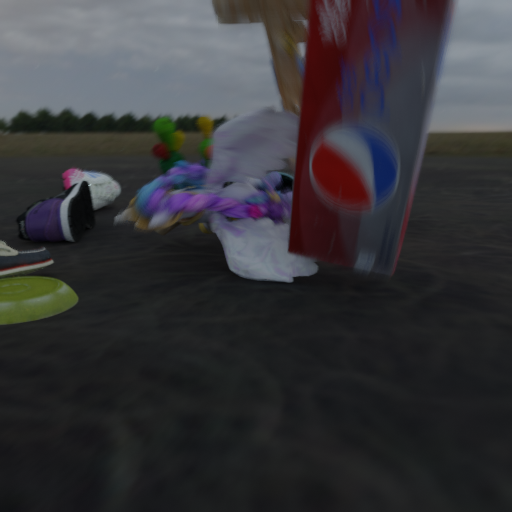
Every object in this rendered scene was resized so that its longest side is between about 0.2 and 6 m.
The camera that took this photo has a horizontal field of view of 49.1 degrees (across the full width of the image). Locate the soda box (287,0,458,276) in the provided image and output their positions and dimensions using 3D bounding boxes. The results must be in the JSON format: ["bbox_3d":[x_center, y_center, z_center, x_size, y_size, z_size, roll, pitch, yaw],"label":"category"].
[{"bbox_3d":[1.194,-1.719,5.824,1.322,3.776,1.197,14,35,15],"label":"soda box"}]

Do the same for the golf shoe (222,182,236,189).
[{"bbox_3d":[-0.282,-1.636,14.213,0.979,0.858,2.224,1,11,-32],"label":"golf shoe"}]

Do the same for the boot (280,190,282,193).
[{"bbox_3d":[1.500,-1.147,11.686,2.697,0.934,2.348,7,13,19],"label":"boot"}]

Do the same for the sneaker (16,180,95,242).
[{"bbox_3d":[-3.731,-0.843,10.446,1.103,0.954,2.520,-6,13,-4],"label":"sneaker"}]

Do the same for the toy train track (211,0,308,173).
[{"bbox_3d":[0.287,-2.361,7.045,1.949,3.398,0.553,13,48,34],"label":"toy train track"}]

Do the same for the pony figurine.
[{"bbox_3d":[-0.307,-0.716,7.747,2.520,2.174,2.611,-6,3,18],"label":"pony figurine"}]

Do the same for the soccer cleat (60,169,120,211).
[{"bbox_3d":[-3.930,-1.601,13.437,1.296,1.049,3.003,-4,13,-14],"label":"soccer cleat"}]

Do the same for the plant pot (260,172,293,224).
[{"bbox_3d":[0.549,-1.042,11.041,1.147,1.147,1.124,4,6,18],"label":"plant pot"}]

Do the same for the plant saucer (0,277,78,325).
[{"bbox_3d":[-2.659,0.445,6.134,1.349,0.210,1.349,0,12,0],"label":"plant saucer"}]

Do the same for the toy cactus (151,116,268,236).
[{"bbox_3d":[-0.923,-1.070,9.165,2.418,1.995,1.236,37,15,-37],"label":"toy cactus"}]

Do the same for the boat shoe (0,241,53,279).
[{"bbox_3d":[-3.233,0.054,6.606,0.667,0.586,1.874,-22,-3,31],"label":"boat shoe"}]
